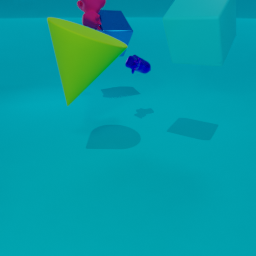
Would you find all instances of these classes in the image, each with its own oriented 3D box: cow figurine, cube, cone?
[{"bbox_3d":[0.328,-1.832,8.210,0.921,0.505,0.906,18,21,-26],"label":"cow figurine"},{"bbox_3d":[-1.103,-3.906,9.190,1.259,0.703,1.280,44,69,4],"label":"cow figurine"},{"bbox_3d":[1.578,-2.160,6.008,1.156,1.156,1.156,12,56,30],"label":"cube"},{"bbox_3d":[-1.048,-1.193,5.850,1.638,1.644,1.638,18,21,-7],"label":"cone"},{"bbox_3d":[-0.697,-3.371,10.035,1.169,1.169,1.169,-10,60,-28],"label":"cube"}]
